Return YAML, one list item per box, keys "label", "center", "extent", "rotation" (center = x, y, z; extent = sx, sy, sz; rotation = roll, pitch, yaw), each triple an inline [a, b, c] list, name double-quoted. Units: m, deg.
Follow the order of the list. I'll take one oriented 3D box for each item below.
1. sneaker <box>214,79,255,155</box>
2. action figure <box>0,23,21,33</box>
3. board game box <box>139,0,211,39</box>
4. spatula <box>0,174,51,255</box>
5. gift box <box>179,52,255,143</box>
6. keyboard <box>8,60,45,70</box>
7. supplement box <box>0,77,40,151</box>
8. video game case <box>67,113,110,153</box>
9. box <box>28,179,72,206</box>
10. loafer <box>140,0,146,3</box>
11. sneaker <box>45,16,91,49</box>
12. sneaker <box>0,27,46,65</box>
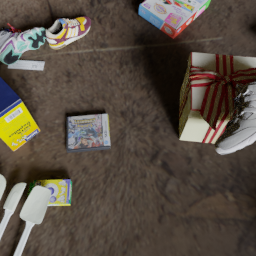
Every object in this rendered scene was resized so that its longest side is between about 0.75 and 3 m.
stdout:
- label: "sneaker"
  center: [2.664, -0.469, 6.303]
  extent: [1.056, 0.962, 2.575]
  rotation: [44, 73, -1]
- label: "action figure"
  center: [-4.442, -3.618, 10.247]
  extent: [0.951, 0.471, 0.310]
  rotation: [-4, 64, -5]
- label: "board game box"
  center: [1.788, -4.651, 10.660]
  extent: [1.750, 0.461, 2.287]
  rotation: [40, 70, 13]
- label: "spatula"
  center: [-3.199, 2.604, 7.078]
  extent: [1.846, 0.213, 2.655]
  rotation: [16, 71, 7]
- label: "gift box"
  center: [2.598, -0.674, 7.787]
  extent: [2.148, 2.173, 2.327]
  rotation: [1, 62, 0]
- label: "keyboard"
  center: [-3.534, -2.190, 9.733]
  extent: [1.236, 0.066, 0.348]
  rotation: [4, 63, 2]
- label: "supplement box"
  center: [-3.365, -0.324, 7.786]
  extent: [1.014, 1.851, 1.008]
  rotation: [-41, 70, -18]
- label: "video game case"
  center: [-1.209, 0.137, 8.504]
  extent: [1.290, 0.165, 1.166]
  rotation: [-5, 64, -2]
- label: "box"
  center: [-2.150, 1.759, 7.630]
  extent: [1.171, 0.283, 0.687]
  rotation: [-2, 63, 1]
- label: "loafer"
  center: [0.642, -5.063, 11.066]
  extent: [0.301, 0.295, 0.826]
  rotation: [-40, 87, -21]
- label: "sneaker"
  center: [-2.084, -3.593, 10.000]
  extent: [0.700, 0.841, 1.867]
  rotation: [41, 70, 18]
- label: "sneaker"
  center: [-3.945, -3.193, 9.857]
  extent: [1.360, 0.756, 1.944]
  rotation: [40, 65, 21]
